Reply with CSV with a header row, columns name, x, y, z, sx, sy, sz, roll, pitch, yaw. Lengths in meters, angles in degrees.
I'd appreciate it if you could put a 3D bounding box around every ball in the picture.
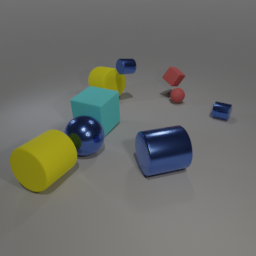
name,x,y,z,sx,sy,sz,roll,pitch,yaw
ball,2.406,-1.591,13.564,0.700,0.700,0.700,0,29,0
ball,-1.504,0.259,9.661,1.400,1.400,1.400,0,29,0

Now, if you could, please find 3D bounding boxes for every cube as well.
name,x,y,z,sx,sy,sz,roll,pitch,yaw
cube,-1.262,-0.690,11.237,1.400,1.400,1.400,13,36,24
cube,2.270,-2.537,13.842,0.700,0.700,0.700,47,29,21

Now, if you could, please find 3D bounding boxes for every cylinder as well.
name,x,y,z,sx,sy,sz,roll,pitch,yaw
cylinder,1.093,0.697,8.840,1.400,1.400,1.400,-9,30,-15
cylinder,4.085,-0.748,12.175,0.700,0.700,0.700,16,33,27
cylinder,-2.479,0.937,8.344,1.400,1.400,1.400,13,28,23
cylinder,-0.089,-2.819,12.812,0.700,0.700,0.700,-10,30,-34
cylinder,-1.058,-2.319,14.038,1.400,1.400,1.400,-20,26,-32
